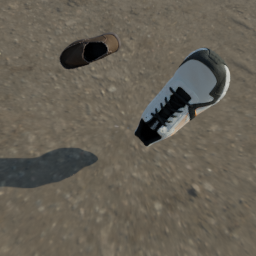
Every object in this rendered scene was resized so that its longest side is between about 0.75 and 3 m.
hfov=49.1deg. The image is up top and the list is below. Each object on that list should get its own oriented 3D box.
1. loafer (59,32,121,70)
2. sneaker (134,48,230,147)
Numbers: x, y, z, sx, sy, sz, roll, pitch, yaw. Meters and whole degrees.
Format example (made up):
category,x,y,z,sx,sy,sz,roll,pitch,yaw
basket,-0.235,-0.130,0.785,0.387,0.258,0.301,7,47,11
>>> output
category,x,y,z,sx,sy,sz,roll,pitch,yaw
loafer,-1.088,-1.938,7.092,1.824,0.666,0.648,-15,21,29
sneaker,1.029,-0.436,5.922,1.077,2.922,1.169,45,58,10
